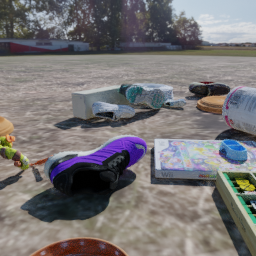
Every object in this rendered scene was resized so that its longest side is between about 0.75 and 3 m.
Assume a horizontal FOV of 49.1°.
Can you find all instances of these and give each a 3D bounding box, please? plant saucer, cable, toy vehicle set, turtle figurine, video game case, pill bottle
[{"bbox_3d":[-0.666,1.979,3.437,1.609,0.260,1.609,0,17,0],"label":"plant saucer"},{"bbox_3d":[-4.988,-0.014,9.246,2.239,0.419,2.239,0,19,0],"label":"plant saucer"},{"bbox_3d":[1.152,-1.734,13.895,2.202,0.762,2.201,-10,21,-28],"label":"cable"},{"bbox_3d":[2.696,1.509,4.680,1.719,0.367,2.766,0,18,1],"label":"toy vehicle set"},{"bbox_3d":[-3.384,0.640,6.394,2.915,0.939,2.351,8,20,24],"label":"turtle figurine"},{"bbox_3d":[4.299,-1.092,12.604,2.314,0.374,2.314,0,19,0],"label":"plant saucer"},{"bbox_3d":[2.106,0.754,7.159,2.840,0.256,2.034,1,18,4],"label":"video game case"},{"bbox_3d":[4.426,-0.402,8.720,1.473,1.473,2.598,-11,22,-30],"label":"pill bottle"}]

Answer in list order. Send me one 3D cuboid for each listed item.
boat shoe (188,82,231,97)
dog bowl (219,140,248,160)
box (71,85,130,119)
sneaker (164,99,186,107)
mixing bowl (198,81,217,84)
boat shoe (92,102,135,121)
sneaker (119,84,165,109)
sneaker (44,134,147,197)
[{"bbox_3d":[4.271,-1.960,14.734,2.169,0.780,0.703,7,32,9],"label":"boat shoe"},{"bbox_3d":[2.663,0.532,7.066,0.508,0.226,0.911,-1,19,-5],"label":"dog bowl"},{"bbox_3d":[-1.061,-1.129,11.636,0.865,1.039,2.528,12,20,42],"label":"box"},{"bbox_3d":[2.120,-1.073,12.649,1.027,0.385,0.445,2,23,33],"label":"sneaker"},{"bbox_3d":[4.427,-2.203,15.574,1.142,0.618,1.142,0,18,0],"label":"mixing bowl"},{"bbox_3d":[-0.534,-0.538,10.671,1.732,0.637,0.566,5,55,-18],"label":"boat shoe"},{"bbox_3d":[0.604,-1.450,11.880,2.373,0.921,1.083,11,14,-44],"label":"sneaker"},{"bbox_3d":[-0.439,0.889,6.015,2.422,0.842,1.205,-16,28,-28],"label":"sneaker"}]
